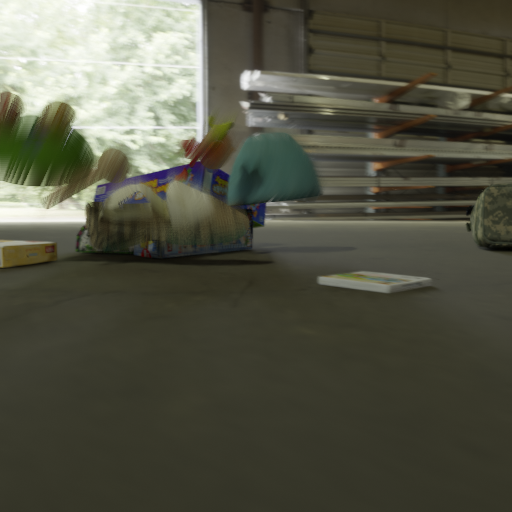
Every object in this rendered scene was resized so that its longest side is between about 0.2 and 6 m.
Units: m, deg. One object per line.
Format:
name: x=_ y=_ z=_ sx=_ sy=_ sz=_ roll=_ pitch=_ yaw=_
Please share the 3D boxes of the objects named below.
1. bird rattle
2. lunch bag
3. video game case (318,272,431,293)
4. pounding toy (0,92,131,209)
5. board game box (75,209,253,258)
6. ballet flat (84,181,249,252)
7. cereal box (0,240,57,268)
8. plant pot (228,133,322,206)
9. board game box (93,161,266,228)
bird rattle: x=-0.732 y=-1.815 z=9.414 sx=0.584 sy=1.036 sz=0.844 roll=21 pitch=-21 yaw=40
lunch bag: x=5.247 y=-0.701 z=11.195 sx=1.834 sy=1.278 sz=1.538 roll=1 pitch=-8 yaw=13
video game case: x=1.216 y=0.267 z=5.767 sx=0.782 sy=0.098 sz=0.860 roll=-4 pitch=7 yaw=-43
pounding toy: x=-3.070 y=-1.759 z=8.189 sx=2.230 sy=1.035 sz=1.721 roll=29 pitch=37 yaw=26
board game box: x=-1.761 y=-0.472 z=10.291 sx=2.750 sy=0.848 sz=2.749 roll=1 pitch=4 yaw=16
ballet flat: x=-1.403 y=-0.602 z=8.049 sx=2.539 sy=0.956 sz=0.861 roll=-3 pitch=34 yaw=19
cereal box: x=-4.001 y=-0.055 z=8.212 sx=1.706 sy=0.337 sz=1.227 roll=1 pitch=5 yaw=14
plant pot: x=0.290 y=-1.642 z=10.585 sx=1.790 sy=1.206 sz=1.790 roll=-7 pitch=3 yaw=0
board game box: x=-1.733 y=-1.127 z=12.580 sx=3.282 sy=0.735 sz=2.207 roll=-6 pitch=-18 yaw=36
